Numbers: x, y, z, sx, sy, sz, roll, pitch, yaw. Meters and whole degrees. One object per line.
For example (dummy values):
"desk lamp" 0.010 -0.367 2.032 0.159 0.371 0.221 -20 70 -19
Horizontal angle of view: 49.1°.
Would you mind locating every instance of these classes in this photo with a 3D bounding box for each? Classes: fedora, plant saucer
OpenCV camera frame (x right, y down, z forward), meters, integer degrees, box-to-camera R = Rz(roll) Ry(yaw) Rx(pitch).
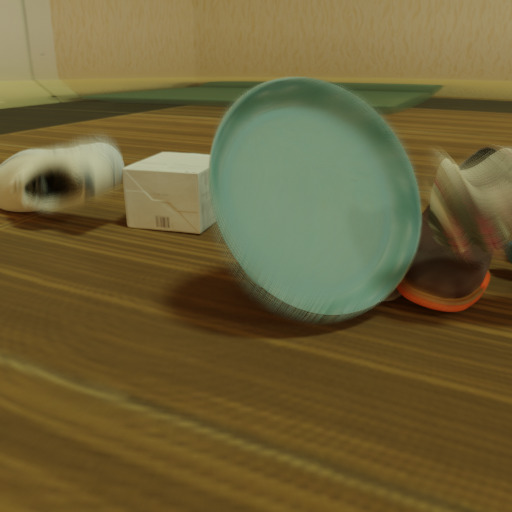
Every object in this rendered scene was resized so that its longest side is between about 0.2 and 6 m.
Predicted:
"fedora" 0.885 -0.195 7.393 2.243 1.013 1.984 8 20 21
"plant saucer" 0.688 -0.685 6.387 2.751 2.751 0.377 -12 -6 -28

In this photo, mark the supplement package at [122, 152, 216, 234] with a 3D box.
"supplement package" -1.337 -1.133 9.771 1.377 1.059 1.440 7 22 17

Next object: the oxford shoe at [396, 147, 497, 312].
"oxford shoe" 2.681 -0.490 7.520 1.216 1.239 3.416 17 36 19

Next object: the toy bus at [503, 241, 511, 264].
"toy bus" 4.792 -0.225 6.747 2.706 1.398 2.553 -30 -2 3

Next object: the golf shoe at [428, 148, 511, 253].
"golf shoe" 2.862 -0.644 5.765 2.121 0.934 0.819 -10 26 0

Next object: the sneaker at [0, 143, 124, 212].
"sneaker" -3.692 -1.287 9.534 2.992 1.093 1.059 -10 19 30
